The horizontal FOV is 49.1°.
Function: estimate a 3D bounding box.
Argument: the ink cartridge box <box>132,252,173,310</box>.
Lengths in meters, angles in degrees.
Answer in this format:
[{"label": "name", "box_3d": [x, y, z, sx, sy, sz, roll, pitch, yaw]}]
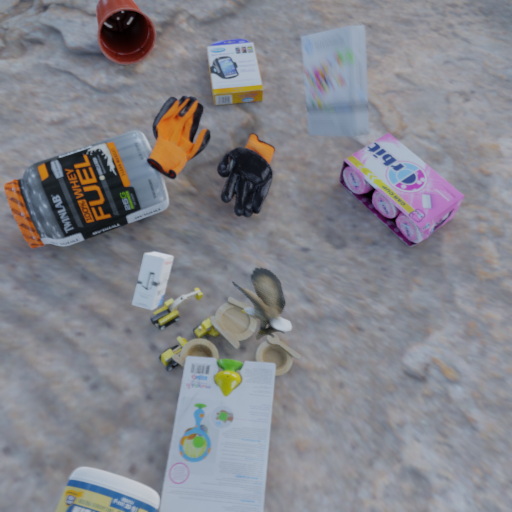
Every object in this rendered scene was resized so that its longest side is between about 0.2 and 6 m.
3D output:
[{"label": "ink cartridge box", "box_3d": [-1.572, 0.366, 8.556, 0.341, 0.590, 0.808, 15, 94, 5]}]

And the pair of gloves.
[{"label": "pair of gloves", "box_3d": [-0.915, -2.196, 12.218, 2.939, 0.363, 2.619, 30, 47, -19]}]

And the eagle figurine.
[{"label": "eagle figurine", "box_3d": [0.078, 0.738, 8.446, 0.748, 0.752, 0.991, -11, 102, -5]}]

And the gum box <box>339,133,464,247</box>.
[{"label": "gum box", "box_3d": [3.186, -1.432, 12.307, 1.388, 0.809, 2.445, -33, 64, -20]}]

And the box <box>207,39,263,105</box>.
[{"label": "box", "box_3d": [-0.586, -4.872, 14.699, 1.275, 0.444, 2.142, -6, 56, -4]}]

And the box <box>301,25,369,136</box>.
[{"label": "box", "box_3d": [1.524, -3.333, 10.869, 0.401, 1.947, 1.518, -14, 19, -28]}]

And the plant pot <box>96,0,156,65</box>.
[{"label": "plant pot", "box_3d": [-3.597, -6.194, 14.992, 1.530, 1.530, 1.488, -17, 51, -10]}]

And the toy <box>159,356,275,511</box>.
[{"label": "toy", "box_3d": [-0.589, 3.185, 9.531, 1.629, 0.668, 2.830, 4, 64, 5]}]

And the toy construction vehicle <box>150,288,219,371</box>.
[{"label": "toy construction vehicle", "box_3d": [-1.417, 1.358, 10.780, 1.360, 0.479, 1.184, -29, 62, -17]}]

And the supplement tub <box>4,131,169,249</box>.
[{"label": "supplement tub", "box_3d": [-3.481, -1.327, 11.664, 2.964, 1.816, 1.816, -23, 61, -13]}]

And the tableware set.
[{"label": "tableware set", "box_3d": [-0.384, 1.887, 10.413, 1.808, 0.251, 2.164, 40, 61, 11]}]

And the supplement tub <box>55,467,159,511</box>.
[{"label": "supplement tub", "box_3d": [-2.431, 4.364, 8.324, 1.463, 1.463, 2.022, 13, 59, 8]}]
